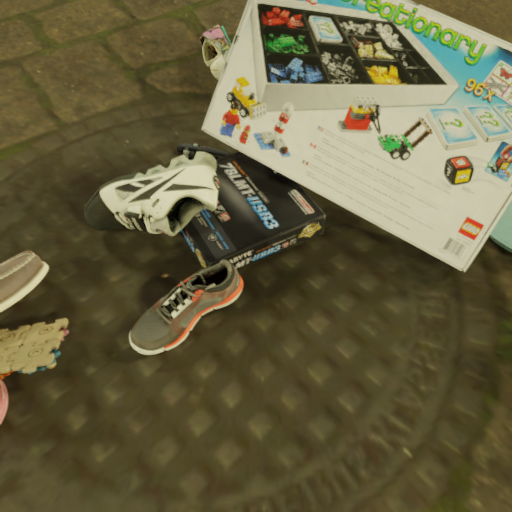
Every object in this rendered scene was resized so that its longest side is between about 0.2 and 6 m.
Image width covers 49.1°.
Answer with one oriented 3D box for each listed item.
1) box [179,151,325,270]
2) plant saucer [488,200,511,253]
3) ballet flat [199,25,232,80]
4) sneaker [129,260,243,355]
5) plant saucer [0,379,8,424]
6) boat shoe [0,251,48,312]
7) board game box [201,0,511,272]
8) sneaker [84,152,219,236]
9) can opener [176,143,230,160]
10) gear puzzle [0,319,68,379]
[{"bbox_3d":[-0.304,-0.869,9.910,2.233,0.559,2.250,-23,54,-17],"label":"box"},{"bbox_3d":[4.969,-0.723,9.926,2.362,0.324,2.362,0,50,1],"label":"plant saucer"},{"bbox_3d":[-0.743,-4.544,12.883,0.845,0.820,2.373,-29,49,1],"label":"ballet flat"},{"bbox_3d":[-1.104,0.657,8.402,1.977,0.810,0.762,-37,62,-18],"label":"sneaker"},{"bbox_3d":[-4.141,2.057,7.596,1.398,0.354,1.398,0,50,0],"label":"plant saucer"},{"bbox_3d":[-4.397,0.667,8.172,2.819,0.839,1.013,-39,24,-32],"label":"boat shoe"},{"bbox_3d":[1.881,-2.401,9.057,5.121,3.233,0.886,31,24,14],"label":"board game box"},{"bbox_3d":[-1.755,-0.762,9.163,2.499,0.926,1.106,-21,62,19],"label":"sneaker"},{"bbox_3d":[-1.037,-2.034,10.992,1.092,0.346,0.429,11,50,9],"label":"can opener"},{"bbox_3d":[-3.899,1.507,7.932,2.383,0.312,1.234,-10,26,-1],"label":"gear puzzle"}]
